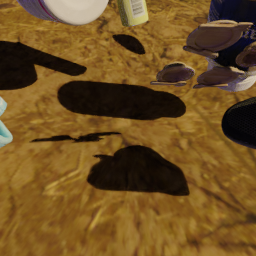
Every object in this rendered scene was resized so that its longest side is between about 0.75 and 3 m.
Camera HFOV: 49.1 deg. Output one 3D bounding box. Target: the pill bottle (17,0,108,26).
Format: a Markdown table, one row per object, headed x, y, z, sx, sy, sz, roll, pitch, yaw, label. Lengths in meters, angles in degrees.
| x | y | z | sx | sy | sz | roll | pitch | yaw | label |
| --- | --- | --- | --- | --- | --- | --- | --- | --- | --- |
| -1.856 | -3.538 | 6.970 | 1.692 | 1.692 | 2.985 | -26 | 34 | -24 | pill bottle |

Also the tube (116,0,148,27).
| x | y | z | sx | sy | sz | roll | pitch | yaw | label |
| --- | --- | --- | --- | --- | --- | --- | --- | --- | --- |
| -0.112 | -3.939 | 6.668 | 0.735 | 2.831 | 0.821 | -14 | 33 | 2 | tube |

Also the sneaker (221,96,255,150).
| x | y | z | sx | sy | sz | roll | pitch | yaw | label |
| --- | --- | --- | --- | --- | --- | --- | --- | --- | --- |
| 2.493 | -0.332 | 3.653 | 2.832 | 1.622 | 1.082 | 4 | 66 | 42 | sneaker |

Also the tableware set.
| x | y | z | sx | sy | sz | roll | pitch | yaw | label |
| --- | --- | --- | --- | --- | --- | --- | --- | --- | --- |
| 1.330 | -0.972 | 4.240 | 1.569 | 1.878 | 0.218 | 3 | 74 | -20 | tableware set |

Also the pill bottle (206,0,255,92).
| x | y | z | sx | sy | sz | roll | pitch | yaw | label |
| --- | --- | --- | --- | --- | --- | --- | --- | --- | --- |
| 2.363 | -2.020 | 5.535 | 1.577 | 2.839 | 1.577 | -3 | 60 | 5 | pill bottle |

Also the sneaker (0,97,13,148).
| x | y | z | sx | sy | sz | roll | pitch | yaw | label |
| --- | --- | --- | --- | --- | --- | --- | --- | --- | --- |
| -2.432 | -0.506 | 4.407 | 0.877 | 2.141 | 0.791 | -14 | 44 | -11 | sneaker |
